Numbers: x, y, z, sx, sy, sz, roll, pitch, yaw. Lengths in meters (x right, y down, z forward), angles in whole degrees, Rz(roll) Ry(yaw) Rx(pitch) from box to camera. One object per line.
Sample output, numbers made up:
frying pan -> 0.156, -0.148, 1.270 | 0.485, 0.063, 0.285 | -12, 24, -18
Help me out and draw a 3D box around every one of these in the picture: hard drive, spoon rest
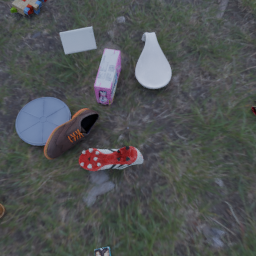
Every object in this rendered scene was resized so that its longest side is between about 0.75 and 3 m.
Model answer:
hard drive -> -2.075, -3.662, 11.761 | 1.362, 0.898, 0.179 | -10, 30, 1
spoon rest -> 0.991, -2.940, 11.837 | 1.489, 0.908, 2.996 | -3, 63, -2

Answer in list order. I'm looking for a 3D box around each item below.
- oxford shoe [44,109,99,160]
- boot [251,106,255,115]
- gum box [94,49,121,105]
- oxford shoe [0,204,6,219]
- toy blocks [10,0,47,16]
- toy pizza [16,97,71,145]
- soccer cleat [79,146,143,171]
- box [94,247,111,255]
oxford shoe -> -2.017, 0.179, 10.112 | 2.431, 0.865, 0.882 | -50, 31, -21
boot -> 5.237, -0.909, 11.146 | 0.664, 0.323, 0.882 | -17, 71, -9
gum box -> -0.791, -2.012, 11.226 | 0.661, 1.134, 1.999 | 10, 64, 5
oxford shoe -> -5.012, 2.425, 9.266 | 1.949, 0.695, 0.695 | 16, 66, 10
toy blocks -> -4.692, -5.998, 13.516 | 1.148, 0.839, 1.680 | 29, 68, 2
toy pizza -> -3.235, -0.258, 10.801 | 2.111, 0.334, 2.111 | -1, 63, 1
soccer cleat -> -0.618, 1.113, 9.775 | 2.404, 1.024, 0.825 | -11, 65, 26
box -> -0.708, 4.284, 8.543 | 0.477, 0.285, 1.160 | -10, 64, -5
